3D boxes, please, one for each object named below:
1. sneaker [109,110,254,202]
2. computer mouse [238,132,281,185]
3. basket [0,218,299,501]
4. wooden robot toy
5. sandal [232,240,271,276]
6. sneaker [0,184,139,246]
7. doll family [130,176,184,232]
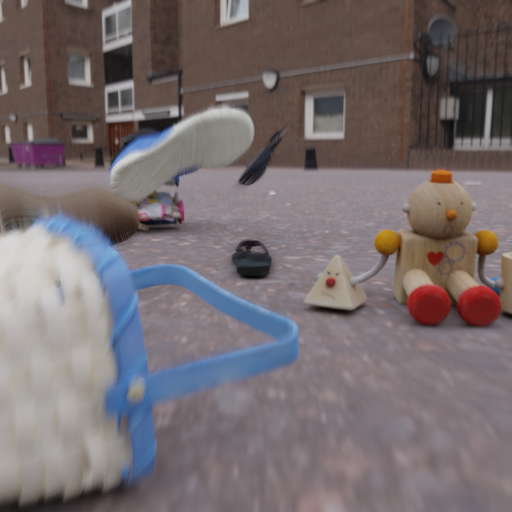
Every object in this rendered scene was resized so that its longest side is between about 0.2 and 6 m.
[{"bbox_3d":[-1.665,-2.285,11.797,3.114,1.195,1.732,-30,30,-5],"label":"sneaker"},{"bbox_3d":[0.103,-1.575,9.503,0.276,1.046,0.724,38,-15,-2],"label":"computer mouse"},{"bbox_3d":[-0.935,0.446,3.133,1.877,1.306,1.655,-15,19,-30],"label":"basket"},{"bbox_3d":[2.126,-0.145,5.885,3.263,1.480,1.437,0,10,2],"label":"wooden robot toy"},{"bbox_3d":[-0.035,-0.010,8.075,0.584,0.372,1.553,1,8,-6],"label":"sandal"},{"bbox_3d":[-2.175,-0.233,6.332,2.323,0.818,0.878,-1,40,-51],"label":"sneaker"},{"bbox_3d":[-2.439,-1.055,12.321,1.542,1.120,2.484,-1,33,-12],"label":"doll family"}]
